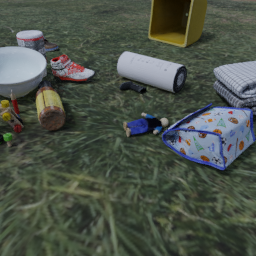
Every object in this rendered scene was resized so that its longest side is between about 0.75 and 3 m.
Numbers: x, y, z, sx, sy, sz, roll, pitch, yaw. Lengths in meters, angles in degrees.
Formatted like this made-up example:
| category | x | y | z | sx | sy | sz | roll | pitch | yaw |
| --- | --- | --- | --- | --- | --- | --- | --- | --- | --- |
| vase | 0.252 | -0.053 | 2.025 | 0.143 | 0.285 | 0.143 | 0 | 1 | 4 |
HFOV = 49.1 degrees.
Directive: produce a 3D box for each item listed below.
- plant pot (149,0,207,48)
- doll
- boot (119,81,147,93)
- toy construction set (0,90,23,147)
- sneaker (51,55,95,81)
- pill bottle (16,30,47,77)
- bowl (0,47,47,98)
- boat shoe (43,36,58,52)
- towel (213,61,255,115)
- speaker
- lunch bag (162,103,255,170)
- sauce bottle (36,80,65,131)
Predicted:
| category | x | y | z | sx | sy | sz | roll | pitch | yaw |
| --- | --- | --- | --- | --- | --- | --- | --- | --- | --- |
| plant pot | 3.170 | -6.454 | 16.376 | 2.663 | 2.680 | 2.742 | 27 | 36 | 34 |
| doll | 0.595 | -0.117 | 8.677 | 1.417 | 0.343 | 0.967 | -9 | 45 | -15 |
| boot | 0.197 | -1.540 | 10.944 | 0.858 | 0.282 | 0.707 | 32 | 47 | 33 |
| toy construction set | -3.986 | -0.629 | 8.441 | 1.619 | 1.492 | 1.941 | 4 | 33 | 5 |
| sneaker | -2.265 | -2.457 | 11.378 | 1.769 | 0.948 | 0.591 | 1 | 40 | 8 |
| pill bottle | -3.989 | -3.076 | 11.805 | 1.036 | 1.819 | 1.036 | 0 | 32 | 0 |
| bowl | -4.336 | -1.952 | 10.546 | 2.574 | 1.157 | 2.574 | 4 | 43 | -4 |
| boat shoe | -4.709 | -4.573 | 15.091 | 1.920 | 0.695 | 0.694 | 6 | 34 | 9 |
| towel | 4.737 | -1.490 | 9.598 | 2.976 | 1.274 | 2.464 | -8 | 25 | 1 |
| speaker | 0.907 | -2.296 | 11.290 | 2.725 | 1.106 | 1.106 | 22 | 40 | 30 |
| lunch bag | 2.134 | 0.092 | 7.668 | 1.665 | 1.213 | 1.958 | -27 | 24 | -33 |
| sauce bottle | -2.652 | -0.878 | 9.415 | 0.848 | 0.848 | 2.570 | -10 | 35 | -14 |
